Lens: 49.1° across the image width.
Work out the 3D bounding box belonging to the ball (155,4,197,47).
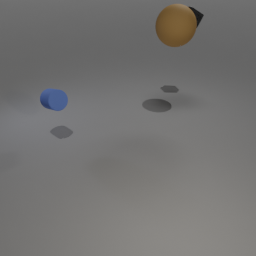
[{"bbox_3d":[1.647,-3.514,9.647,1.400,1.400,1.400,0,29,0],"label":"ball"}]

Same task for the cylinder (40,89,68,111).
[{"bbox_3d":[-2.484,-0.954,9.386,0.700,0.700,0.700,-22,23,-35],"label":"cylinder"}]

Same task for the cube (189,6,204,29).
[{"bbox_3d":[2.540,-4.504,11.552,0.700,0.700,0.700,23,13,-22],"label":"cube"}]
